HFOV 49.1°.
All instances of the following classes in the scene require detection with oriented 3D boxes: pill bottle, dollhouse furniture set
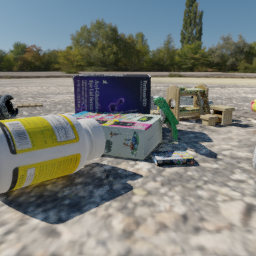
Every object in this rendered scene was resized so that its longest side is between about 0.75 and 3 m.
[{"bbox_3d":[-1.673,0.403,5.794,2.382,1.326,1.326,-10,16,-44],"label":"pill bottle"},{"bbox_3d":[2.466,-0.970,11.339,2.697,1.500,2.385,-7,14,-27],"label":"dollhouse furniture set"}]

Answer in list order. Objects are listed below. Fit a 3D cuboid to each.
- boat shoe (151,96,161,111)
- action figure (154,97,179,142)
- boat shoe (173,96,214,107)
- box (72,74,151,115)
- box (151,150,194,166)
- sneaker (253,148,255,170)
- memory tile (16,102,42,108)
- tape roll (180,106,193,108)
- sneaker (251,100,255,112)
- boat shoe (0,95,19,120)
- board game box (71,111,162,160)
[{"bbox_3d":[0.948,-1.314,14.374,0.849,0.896,2.562,1,10,30],"label":"boat shoe"},{"bbox_3d":[1.115,-0.374,8.229,0.442,1.615,0.954,-16,49,17],"label":"action figure"},{"bbox_3d":[3.594,-1.498,15.220,2.263,0.806,0.790,-1,13,-7],"label":"boat shoe"},{"bbox_3d":[-0.526,-0.945,10.138,2.690,1.990,1.403,-1,14,1],"label":"box"},{"bbox_3d":[1.084,0.732,6.880,0.911,0.172,0.622,-2,13,-7],"label":"box"},{"bbox_3d":[3.902,0.569,5.732,2.615,0.983,1.503,-3,10,-29],"label":"sneaker"},{"bbox_3d":[-5.621,-1.310,15.968,1.404,0.118,1.076,-4,14,-21],"label":"memory tile"},{"bbox_3d":[3.051,-0.974,14.300,1.109,0.203,1.109,0,13,0],"label":"tape roll"},{"bbox_3d":[6.220,-0.903,12.550,1.229,1.064,2.722,-6,6,14],"label":"sneaker"},{"bbox_3d":[-3.832,-0.607,8.472,1.137,0.886,2.504,-18,21,-3],"label":"boat shoe"},{"bbox_3d":[-0.502,0.095,8.209,2.649,0.852,1.955,4,13,19],"label":"board game box"}]
